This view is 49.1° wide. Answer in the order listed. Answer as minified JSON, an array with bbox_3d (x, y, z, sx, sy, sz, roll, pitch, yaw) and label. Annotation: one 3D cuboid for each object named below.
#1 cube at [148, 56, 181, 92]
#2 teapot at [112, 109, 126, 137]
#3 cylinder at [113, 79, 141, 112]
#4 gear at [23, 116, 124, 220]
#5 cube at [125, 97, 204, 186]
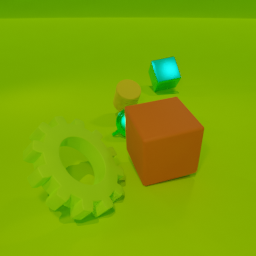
[{"bbox_3d":[1.493,-2.212,11.587,0.995,0.995,0.995,-13,-13,-7],"label":"cube"},{"bbox_3d":[0.107,-0.174,7.861,1.339,0.832,0.656,-34,-1,-3],"label":"teapot"},{"bbox_3d":[-0.040,-0.989,8.802,0.776,0.776,0.776,5,59,-9],"label":"cylinder"},{"bbox_3d":[-0.888,0.650,4.990,1.869,0.346,1.869,33,34,-26],"label":"gear"},{"bbox_3d":[0.698,0.246,5.906,1.231,1.231,1.231,-12,38,-12],"label":"cube"}]
